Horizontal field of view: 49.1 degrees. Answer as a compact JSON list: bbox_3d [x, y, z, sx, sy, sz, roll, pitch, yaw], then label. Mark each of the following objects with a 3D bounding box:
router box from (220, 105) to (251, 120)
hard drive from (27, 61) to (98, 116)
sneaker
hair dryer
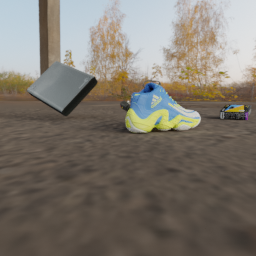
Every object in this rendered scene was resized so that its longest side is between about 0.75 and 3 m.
[{"bbox_3d":[4.262,-0.631,11.053,1.017,0.348,1.364,4,16,27],"label":"router box"},{"bbox_3d":[-2.478,-1.528,10.414,2.467,1.721,0.406,28,-19,37],"label":"hard drive"},{"bbox_3d":[0.999,-0.553,7.169,2.314,1.215,0.876,-8,13,-34],"label":"sneaker"},{"bbox_3d":[0.675,-0.839,8.732,2.047,1.559,0.556,45,-2,46],"label":"hair dryer"}]
